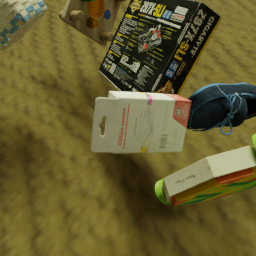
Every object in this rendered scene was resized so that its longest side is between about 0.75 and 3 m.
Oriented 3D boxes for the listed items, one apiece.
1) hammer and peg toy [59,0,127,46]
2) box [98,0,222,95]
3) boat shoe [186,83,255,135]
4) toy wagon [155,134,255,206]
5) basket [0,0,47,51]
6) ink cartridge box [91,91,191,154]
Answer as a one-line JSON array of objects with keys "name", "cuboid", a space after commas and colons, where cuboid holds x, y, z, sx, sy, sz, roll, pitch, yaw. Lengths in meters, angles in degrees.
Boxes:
[{"name": "hammer and peg toy", "cuboid": [-0.752, -3.641, 7.632, 0.831, 1.734, 2.357, 20, 91, 38]}, {"name": "box", "cuboid": [0.417, -1.631, 5.780, 0.627, 2.029, 2.541, 19, 17, -34]}, {"name": "boat shoe", "cuboid": [2.134, -0.477, 5.778, 2.437, 1.025, 0.837, -21, 43, -27]}, {"name": "toy wagon", "cuboid": [1.454, 0.631, 3.833, 2.106, 1.634, 0.417, 7, 58, -41]}, {"name": "basket", "cuboid": [-3.113, -3.029, 6.349, 1.886, 2.139, 1.488, -23, 31, 39]}, {"name": "ink cartridge box", "cuboid": [0.149, -0.097, 4.503, 1.561, 0.909, 0.527, 1, 18, -21]}]
